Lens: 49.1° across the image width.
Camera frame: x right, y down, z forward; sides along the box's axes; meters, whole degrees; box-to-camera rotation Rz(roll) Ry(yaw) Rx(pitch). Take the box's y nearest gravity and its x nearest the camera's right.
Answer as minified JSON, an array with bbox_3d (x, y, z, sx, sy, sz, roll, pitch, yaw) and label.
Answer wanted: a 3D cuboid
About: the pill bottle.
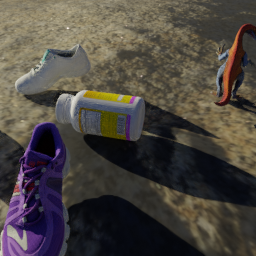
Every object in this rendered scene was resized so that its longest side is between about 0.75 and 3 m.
[{"bbox_3d":[-0.686,-0.355,7.060,2.102,1.096,1.096,9,36,11],"label":"pill bottle"}]

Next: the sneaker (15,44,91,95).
[{"bbox_3d":[-2.547,-1.992,9.030,2.556,1.131,0.962,-24,54,-5],"label":"sneaker"}]

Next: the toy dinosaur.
[{"bbox_3d":[3.345,-1.937,8.355,1.250,2.161,2.381,12,26,7],"label":"toy dinosaur"}]

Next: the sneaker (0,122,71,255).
[{"bbox_3d":[-1.613,1.048,4.822,1.129,1.169,2.801,-3,48,-7],"label":"sneaker"}]
